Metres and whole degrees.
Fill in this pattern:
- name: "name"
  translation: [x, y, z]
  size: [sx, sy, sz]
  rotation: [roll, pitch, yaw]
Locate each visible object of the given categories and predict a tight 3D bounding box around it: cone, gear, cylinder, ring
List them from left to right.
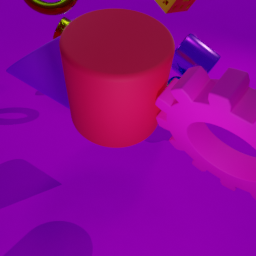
- name: "ring"
  translation: [-2.145, -3.899, 7.699]
  size: [1.663, 1.663, 0.333]
  rotation: [-8, -6, -11]
- name: "cone"
  translation: [-1.274, -0.874, 5.823]
  size: [1.678, 1.685, 1.678]
  rotation: [-27, 18, 9]
- name: "cylinder"
  translation: [-2.027, -3.262, 9.814]
  size: [0.899, 0.899, 0.899]
  rotation: [27, 35, -11]
- name: "cylinder"
  translation: [-0.156, -0.653, 3.854]
  size: [1.377, 1.377, 1.377]
  rotation: [2, 53, -2]
- name: "cylinder"
  translation: [1.816, -1.875, 7.813]
  size: [1.071, 1.071, 1.071]
  rotation: [39, 44, 3]
- name: "gear"
  translation: [1.208, 0.155, 3.250]
  size: [1.941, 1.941, 0.359]
  rotation: [29, 69, 34]

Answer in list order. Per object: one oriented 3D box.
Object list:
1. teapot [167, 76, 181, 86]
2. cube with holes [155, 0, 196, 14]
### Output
- name: "teapot"
  translation: [1.320, -1.130, 7.663]
  size: [1.158, 0.567, 0.720]
  rotation: [9, 49, -7]
- name: "cube with holes"
  translation: [1.342, -4.071, 7.637]
  size: [1.210, 1.210, 1.210]
  rotation: [-29, 79, -44]
